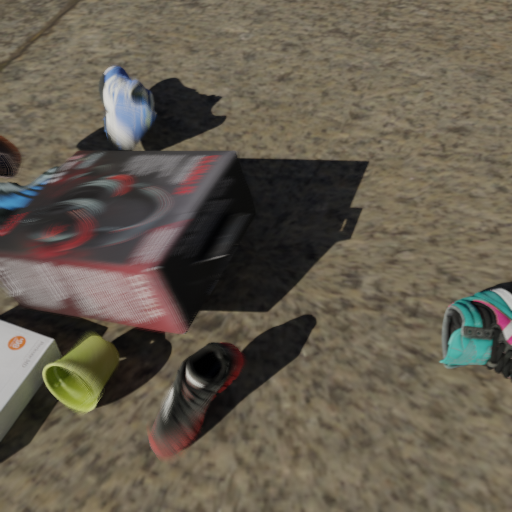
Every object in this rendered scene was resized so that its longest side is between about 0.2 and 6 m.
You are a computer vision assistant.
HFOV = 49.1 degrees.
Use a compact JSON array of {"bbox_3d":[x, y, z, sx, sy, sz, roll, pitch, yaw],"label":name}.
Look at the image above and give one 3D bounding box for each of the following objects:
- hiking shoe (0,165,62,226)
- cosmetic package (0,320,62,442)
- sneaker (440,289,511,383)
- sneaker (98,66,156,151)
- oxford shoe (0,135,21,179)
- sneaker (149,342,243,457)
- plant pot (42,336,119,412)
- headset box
[{"bbox_3d":[-4.169,-1.077,11.054,2.216,0.824,0.961,-19,60,-6],"label":"hiking shoe"},{"bbox_3d":[-4.266,1.976,8.309,1.673,0.573,2.219,17,50,12],"label":"cosmetic package"},{"bbox_3d":[3.591,1.514,8.355,1.522,1.054,2.522,-6,40,-12],"label":"sneaker"},{"bbox_3d":[-2.841,-3.516,12.717,1.073,1.055,2.785,-36,49,17],"label":"sneaker"},{"bbox_3d":[-5.450,-2.246,10.244,0.863,2.421,0.883,-53,31,11],"label":"oxford shoe"},{"bbox_3d":[-0.926,1.950,7.856,0.660,0.912,1.867,33,77,21],"label":"sneaker"},{"bbox_3d":[-2.547,1.692,8.427,0.931,0.931,0.856,17,39,15],"label":"plant pot"},{"bbox_3d":[-2.007,-0.399,9.253,3.844,1.442,2.857,6,46,27],"label":"headset box"}]
